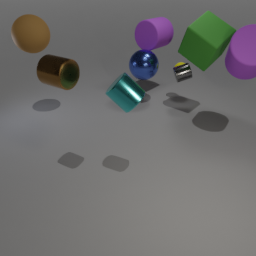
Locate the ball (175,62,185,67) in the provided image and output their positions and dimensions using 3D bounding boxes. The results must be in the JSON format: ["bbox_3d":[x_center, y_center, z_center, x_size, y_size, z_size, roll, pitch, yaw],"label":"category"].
[{"bbox_3d":[2.584,-2.845,13.641,0.700,0.700,0.700,0,29,0],"label":"ball"}]

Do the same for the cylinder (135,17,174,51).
[{"bbox_3d":[1.271,-4.568,13.572,1.400,1.400,1.400,21,35,33],"label":"cylinder"}]

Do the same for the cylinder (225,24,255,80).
[{"bbox_3d":[4.062,-2.501,9.391,1.400,1.400,1.400,7,-7,13],"label":"cylinder"}]

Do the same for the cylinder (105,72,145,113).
[{"bbox_3d":[-0.063,-0.848,6.734,0.700,0.700,0.700,42,26,-15],"label":"cylinder"}]

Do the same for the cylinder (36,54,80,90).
[{"bbox_3d":[-1.589,-1.277,6.402,0.700,0.700,0.700,18,34,26],"label":"cylinder"}]

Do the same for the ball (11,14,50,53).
[{"bbox_3d":[-3.658,-3.545,10.582,1.400,1.400,1.400,0,29,0],"label":"ball"}]

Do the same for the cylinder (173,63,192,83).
[{"bbox_3d":[2.435,-2.466,12.495,0.700,0.700,0.700,-17,28,8],"label":"cylinder"}]

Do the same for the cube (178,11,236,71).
[{"bbox_3d":[3.086,-3.426,11.092,1.400,1.400,1.400,42,66,13],"label":"cube"}]

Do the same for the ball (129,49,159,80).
[{"bbox_3d":[0.737,-2.941,13.054,1.400,1.400,1.400,0,29,0],"label":"ball"}]
